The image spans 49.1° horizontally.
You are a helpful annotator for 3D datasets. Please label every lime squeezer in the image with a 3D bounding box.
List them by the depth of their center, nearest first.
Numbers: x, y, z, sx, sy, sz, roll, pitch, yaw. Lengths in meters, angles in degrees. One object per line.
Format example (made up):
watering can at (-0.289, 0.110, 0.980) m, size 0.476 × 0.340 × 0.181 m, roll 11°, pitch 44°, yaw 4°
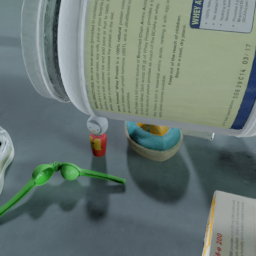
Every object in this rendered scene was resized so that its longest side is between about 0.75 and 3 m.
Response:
lime squeezer at (-1.349, 1.022, 5.603) m, size 2.518 × 0.475 × 0.889 m, roll -11°, pitch 33°, yaw -18°

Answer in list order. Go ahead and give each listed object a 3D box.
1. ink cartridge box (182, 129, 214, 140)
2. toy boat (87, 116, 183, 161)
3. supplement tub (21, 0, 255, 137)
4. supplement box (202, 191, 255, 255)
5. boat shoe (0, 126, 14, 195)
ink cartridge box at (2.220, -0.971, 7.867) m, size 0.855 × 1.488 × 2.541 m, roll 9°, pitch 33°, yaw 20°
toy boat at (0.171, 0.055, 6.623) m, size 2.241 × 1.041 × 1.884 m, roll -8°, pitch 33°, yaw -14°
supplement tub at (0.394, -1.112, 3.777) m, size 2.970 × 2.153 × 2.153 m, roll 8°, pitch 32°, yaw 9°
supplement box at (2.352, 2.046, 3.266) m, size 2.960 × 1.088 × 1.865 m, roll 11°, pitch 33°, yaw 17°
boat shoe at (-3.070, 0.549, 6.000) m, size 0.959 × 0.834 × 2.602 m, roll -6°, pitch 32°, yaw -10°
